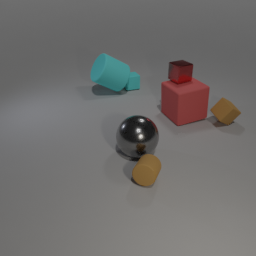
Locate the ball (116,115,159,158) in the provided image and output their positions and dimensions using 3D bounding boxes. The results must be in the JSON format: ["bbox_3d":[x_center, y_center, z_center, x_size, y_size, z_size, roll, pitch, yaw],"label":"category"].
[{"bbox_3d":[0.309,0.279,9.142,1.400,1.400,1.400,0,30,0],"label":"ball"}]

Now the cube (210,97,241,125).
[{"bbox_3d":[3.809,-0.648,10.939,0.700,0.700,0.700,16,35,-42],"label":"cube"}]

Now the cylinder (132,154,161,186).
[{"bbox_3d":[0.552,1.210,8.112,0.700,0.700,0.700,10,23,17],"label":"cylinder"}]

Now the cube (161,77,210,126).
[{"bbox_3d":[2.284,-1.137,11.403,1.400,1.400,1.400,-15,33,-17],"label":"cube"}]

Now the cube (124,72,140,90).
[{"bbox_3d":[0.165,-2.394,14.248,0.700,0.700,0.700,-11,31,-18],"label":"cube"}]

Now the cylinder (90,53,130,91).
[{"bbox_3d":[-0.849,-2.627,13.359,1.400,1.400,1.400,19,19,-33],"label":"cylinder"}]

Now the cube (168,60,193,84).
[{"bbox_3d":[2.093,-2.256,11.186,0.700,0.700,0.700,-15,33,-24],"label":"cube"}]
